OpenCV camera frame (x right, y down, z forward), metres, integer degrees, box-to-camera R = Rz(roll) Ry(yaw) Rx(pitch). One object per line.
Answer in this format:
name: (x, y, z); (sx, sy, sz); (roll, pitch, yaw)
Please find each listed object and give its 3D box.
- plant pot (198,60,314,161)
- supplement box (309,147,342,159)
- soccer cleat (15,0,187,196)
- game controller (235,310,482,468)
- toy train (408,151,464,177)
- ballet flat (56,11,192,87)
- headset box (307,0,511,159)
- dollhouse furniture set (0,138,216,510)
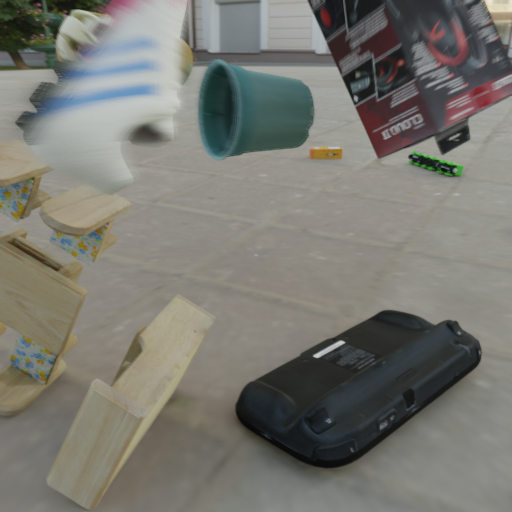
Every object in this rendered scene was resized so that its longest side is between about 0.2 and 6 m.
plant pot: (0.020, -1.767, 6.936); (1.137, 1.161, 1.161); (-5, 22, -28)
supplement box: (1.792, -2.648, 14.421); (0.826, 0.275, 0.284); (1, 20, 0)
soccer cleat: (-0.764, -1.168, 3.604); (0.631, 0.780, 1.806); (-18, 41, 52)
game controller: (1.020, 1.118, 5.276); (2.494, 0.525, 1.301); (-19, 14, -38)
toy train: (4.238, -2.190, 13.280); (0.461, 0.341, 1.633); (1, 20, -25)
ballet flat: (-1.867, -2.652, 6.862); (2.722, 0.934, 0.858); (22, -2, 38)
headset box: (1.814, -2.352, 6.276); (1.821, 2.451, 0.919); (-30, 7, -33)
dollhouse furniture set: (-1.737, 0.578, 4.515); (2.314, 2.028, 1.537); (31, 25, 3)
